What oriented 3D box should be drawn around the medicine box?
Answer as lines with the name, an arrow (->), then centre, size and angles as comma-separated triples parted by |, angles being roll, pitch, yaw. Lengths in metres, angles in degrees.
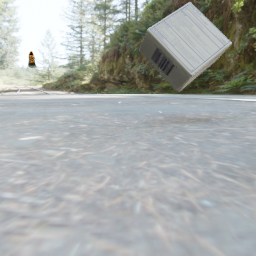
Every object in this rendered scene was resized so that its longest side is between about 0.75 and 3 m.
medicine box -> 2.191, -3.151, 10.848 | 2.573, 2.343, 1.324 | -39, -7, -24

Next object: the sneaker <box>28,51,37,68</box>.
sneaker -> -4.022, -2.850, 11.680 | 0.345, 0.883, 0.341 | -7, -30, -25
